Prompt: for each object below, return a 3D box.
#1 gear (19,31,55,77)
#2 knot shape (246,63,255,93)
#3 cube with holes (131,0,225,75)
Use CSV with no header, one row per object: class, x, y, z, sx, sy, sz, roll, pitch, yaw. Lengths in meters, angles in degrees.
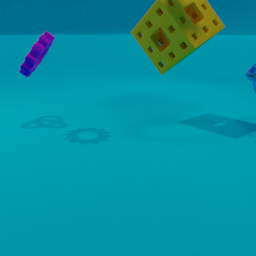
gear,-2.079,-1.687,6.430,0.207,1.118,1.118,34,14,-15
knot shape,3.153,-1.378,6.478,0.575,1.243,1.163,12,21,6
cube with holes,1.231,-2.476,7.064,1.375,1.375,1.375,-39,4,-31
